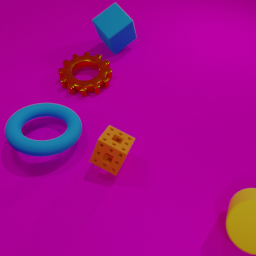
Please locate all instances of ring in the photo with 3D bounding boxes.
[{"bbox_3d":[-2.212,-0.007,7.424,1.962,0.392,1.962,5,40,-4],"label":"ring"}]

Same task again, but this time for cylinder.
[{"bbox_3d":[2.533,1.825,5.610,1.024,1.024,1.024,26,12,20],"label":"cylinder"}]

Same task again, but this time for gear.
[{"bbox_3d":[-1.401,-1.807,9.289,1.731,0.320,1.731,0,56,0],"label":"gear"}]

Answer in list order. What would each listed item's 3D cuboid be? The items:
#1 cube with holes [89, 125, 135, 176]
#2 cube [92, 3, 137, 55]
[{"bbox_3d":[-0.378,0.536,6.852,0.736,0.736,0.736,27,33,3],"label":"cube with holes"},{"bbox_3d":[-0.466,-3.545,10.075,1.062,1.062,1.062,-38,72,-2],"label":"cube"}]
